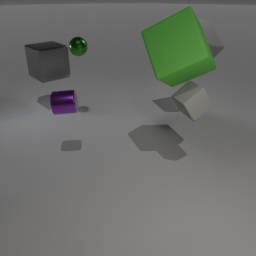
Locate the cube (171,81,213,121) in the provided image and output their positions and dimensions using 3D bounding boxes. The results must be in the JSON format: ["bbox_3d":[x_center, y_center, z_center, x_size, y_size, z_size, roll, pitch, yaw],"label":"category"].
[{"bbox_3d":[1.777,-0.759,7.786,0.700,0.700,0.700,-40,35,0],"label":"cube"}]

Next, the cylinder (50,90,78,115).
[{"bbox_3d":[-1.914,-0.775,8.443,0.700,0.700,0.700,-6,28,-2],"label":"cylinder"}]

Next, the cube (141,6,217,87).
[{"bbox_3d":[1.413,-2.096,7.600,1.400,1.400,1.400,-21,-10,23],"label":"cube"}]

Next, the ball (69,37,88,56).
[{"bbox_3d":[-1.850,-3.031,10.431,0.700,0.700,0.700,0,27,0],"label":"ball"}]

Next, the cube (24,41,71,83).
[{"bbox_3d":[-3.541,-2.954,12.391,1.400,1.400,1.400,-22,35,-35],"label":"cube"}]

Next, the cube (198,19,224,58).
[{"bbox_3d":[2.606,-3.310,11.087,1.400,1.400,1.400,-4,63,-36],"label":"cube"}]
